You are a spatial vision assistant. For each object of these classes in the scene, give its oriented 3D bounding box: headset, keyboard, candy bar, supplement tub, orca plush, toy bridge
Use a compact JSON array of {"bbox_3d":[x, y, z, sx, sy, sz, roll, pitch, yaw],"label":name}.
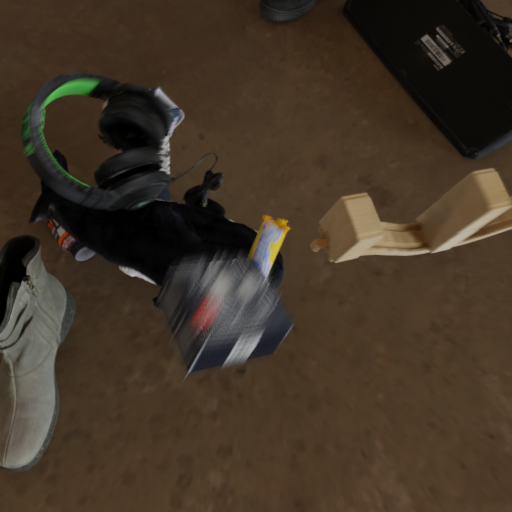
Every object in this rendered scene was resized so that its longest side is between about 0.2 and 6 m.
[{"bbox_3d":[-1.776,-1.367,7.848,2.913,1.369,1.799,12,66,-34],"label":"headset"},{"bbox_3d":[3.805,-3.977,10.956,2.375,0.904,4.563,-33,67,10],"label":"keyboard"},{"bbox_3d":[-0.046,0.288,7.978,0.458,0.204,1.837,23,92,-1],"label":"candy bar"},{"bbox_3d":[-3.007,-0.469,9.062,0.600,0.600,1.122,-32,72,-15],"label":"supplement tub"},{"bbox_3d":[-1.394,-0.601,8.312,3.996,1.420,2.102,31,59,6],"label":"orca plush"},{"bbox_3d":[2.795,-0.555,7.765,4.606,1.548,0.627,-11,72,-21],"label":"toy bridge"}]

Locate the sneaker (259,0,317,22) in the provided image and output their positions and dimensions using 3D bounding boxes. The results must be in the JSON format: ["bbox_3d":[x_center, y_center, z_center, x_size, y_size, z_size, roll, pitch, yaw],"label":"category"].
[{"bbox_3d":[1.473,-6.146,11.329,3.283,1.712,0.986,-29,66,-15],"label":"sneaker"}]

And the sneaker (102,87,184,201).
[{"bbox_3d":[-1.550,-1.673,8.975,1.099,0.710,2.025,-18,107,13],"label":"sneaker"}]

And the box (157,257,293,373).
[{"bbox_3d":[-0.408,0.685,6.950,1.257,0.655,1.145,-7,51,-34],"label":"box"}]

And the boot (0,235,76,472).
[{"bbox_3d":[-3.273,1.281,7.473,0.965,1.862,2.850,2,63,1],"label":"boot"}]
